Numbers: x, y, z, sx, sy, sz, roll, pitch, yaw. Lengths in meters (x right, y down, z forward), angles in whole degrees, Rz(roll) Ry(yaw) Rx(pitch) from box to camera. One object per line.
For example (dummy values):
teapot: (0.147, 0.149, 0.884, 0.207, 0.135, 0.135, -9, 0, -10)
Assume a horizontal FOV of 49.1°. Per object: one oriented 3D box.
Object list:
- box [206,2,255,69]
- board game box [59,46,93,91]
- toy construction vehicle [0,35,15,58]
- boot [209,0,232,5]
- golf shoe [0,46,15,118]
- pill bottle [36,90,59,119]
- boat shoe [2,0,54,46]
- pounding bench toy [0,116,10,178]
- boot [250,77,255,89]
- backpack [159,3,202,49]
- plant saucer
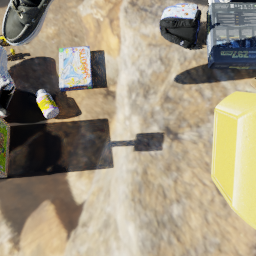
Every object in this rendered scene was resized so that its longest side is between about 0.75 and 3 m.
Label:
box: (4.110, -3.117, 9.536, 2.723, 0.695, 2.147, 0, 81, 0)
board game box: (-1.787, -2.039, 9.551, 1.074, 0.273, 1.587, -6, 68, -2)
toy construction vehicle: (-4.617, -2.844, 9.867, 1.212, 0.427, 1.055, -14, 57, -9)
boot: (3.428, -4.428, 10.144, 0.784, 0.973, 2.155, -6, 70, -3)
golf shoe: (-4.054, -1.449, 8.928, 1.184, 0.934, 2.572, -2, 74, 8)
pill bottle: (-2.597, -0.780, 8.926, 0.473, 0.473, 0.908, -30, 71, -12)
boat shoe: (-2.192, -2.880, 6.258, 0.909, 2.649, 0.750, 48, 29, -4)
pounding bench toy: (-4.669, 0.286, 7.283, 2.100, 2.693, 1.673, -6, 68, -3)
boot: (4.441, -1.321, 9.232, 0.324, 0.332, 0.879, -41, 74, -17)
backpack: (1.789, -3.626, 9.680, 1.362, 1.430, 1.101, 8, 62, 9)
plant saucer: (2.220, 0.497, 5.743, 0.590, 2.437, 2.436, 1, 99, 4)
